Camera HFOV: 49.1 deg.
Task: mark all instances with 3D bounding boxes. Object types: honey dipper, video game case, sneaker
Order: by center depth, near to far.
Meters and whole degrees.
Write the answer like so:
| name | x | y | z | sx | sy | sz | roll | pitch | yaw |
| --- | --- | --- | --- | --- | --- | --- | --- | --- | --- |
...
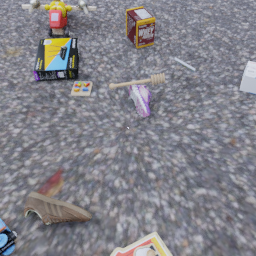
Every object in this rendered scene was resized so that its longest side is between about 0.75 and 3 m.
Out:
| name | x | y | z | sx | sy | sz | roll | pitch | yaw |
| --- | --- | --- | --- | --- | --- | --- | --- | --- | --- |
| sneaker | -1.834 | 2.240 | 7.276 | 1.824 | 0.642 | 0.689 | 13 | 68 | 16 |
| honey dipper | 0.315 | -1.616 | 10.078 | 2.041 | 0.388 | 0.388 | -9 | 48 | 9 |
| sneaker | 0.572 | -1.058 | 10.132 | 0.712 | 0.648 | 1.611 | -7 | 47 | -16 |
| video game case | 2.199 | -2.409 | 10.776 | 0.876 | 0.097 | 0.797 | 32 | 12 | 8 |

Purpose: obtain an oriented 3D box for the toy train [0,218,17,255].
| name | x | y | z | sx | sy | sz | roll | pitch | yaw |
| --- | --- | --- | --- | --- | --- | --- | --- | --- | --- |
| toy train | -3.362 | 2.870 | 6.626 | 1.424 | 0.617 | 0.814 | -37 | 49 | -26 |

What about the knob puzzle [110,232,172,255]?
| name | x | y | z | sx | sy | sz | roll | pitch | yaw |
| --- | --- | --- | --- | --- | --- | --- | --- | --- | --- |
| knob puzzle | 0.245 | 3.592 | 6.125 | 2.426 | 0.336 | 2.426 | 0 | 49 | 0 |

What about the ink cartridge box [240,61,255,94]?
| name | x | y | z | sx | sy | sz | roll | pitch | yaw |
| --- | --- | --- | --- | --- | --- | --- | --- | --- | --- |
| ink cartridge box | 4.849 | -1.941 | 10.805 | 0.748 | 0.744 | 1.019 | 18 | 51 | 15 |

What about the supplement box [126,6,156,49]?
| name | x | y | z | sx | sy | sz | roll | pitch | yaw |
| --- | --- | --- | --- | --- | --- | --- | --- | --- | --- |
| supplement box | 0.553 | -4.606 | 12.827 | 0.866 | 1.287 | 1.305 | -18 | 51 | -16 |

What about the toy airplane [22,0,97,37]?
| name | x | y | z | sx | sy | sz | roll | pitch | yaw |
| --- | --- | --- | --- | --- | --- | --- | --- | --- | --- |
| toy airplane | -3.287 | -5.864 | 13.523 | 2.725 | 1.931 | 2.737 | 36 | 56 | 27 |

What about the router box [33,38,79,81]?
| name | x | y | z | sx | sy | sz | roll | pitch | yaw |
| --- | --- | --- | --- | --- | --- | --- | --- | --- | --- |
| router box | -2.948 | -2.927 | 11.790 | 1.714 | 0.587 | 2.298 | -4 | 48 | -4 |

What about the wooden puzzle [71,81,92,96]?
| name | x | y | z | sx | sy | sz | roll | pitch | yaw |
| --- | --- | --- | --- | --- | --- | --- | --- | --- | --- |
| wooden puzzle | -1.790 | -1.562 | 10.846 | 0.736 | 0.184 | 0.795 | 2 | 48 | 1 |
